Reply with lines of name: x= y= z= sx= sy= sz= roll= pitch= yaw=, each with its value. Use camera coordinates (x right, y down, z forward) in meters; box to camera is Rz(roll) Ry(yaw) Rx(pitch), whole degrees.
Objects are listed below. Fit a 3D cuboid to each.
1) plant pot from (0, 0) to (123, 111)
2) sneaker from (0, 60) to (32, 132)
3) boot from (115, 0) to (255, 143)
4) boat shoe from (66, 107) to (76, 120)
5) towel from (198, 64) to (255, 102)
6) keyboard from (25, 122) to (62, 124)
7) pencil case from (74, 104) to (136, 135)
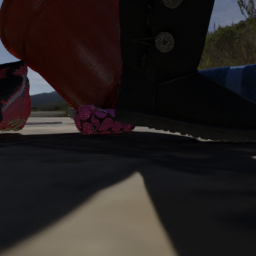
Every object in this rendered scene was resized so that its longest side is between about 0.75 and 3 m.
plant pot: x=-0.763 y=-1.575 z=5.926 sx=2.741 sy=2.665 sz=2.741 roll=-37 pitch=-16 yaw=-12
sneaker: x=-2.050 y=-0.354 z=4.845 sx=0.982 sy=1.155 sz=2.664 roll=-12 pitch=28 yaw=-4
boot: x=0.866 y=-1.160 z=3.245 sx=2.038 sy=2.473 sz=0.812 roll=7 pitch=19 yaw=6
boat shoe: x=-1.887 y=-0.545 z=12.317 sx=1.978 sy=0.705 sz=0.596 roll=7 pitch=-5 yaw=-43
towel: x=1.886 y=-0.528 z=5.179 sx=2.213 sy=1.235 sz=0.537 roll=2 pitch=3 yaw=39
keyboard: x=-3.314 y=-0.191 z=10.657 sx=0.465 sy=0.088 sz=1.652 roll=2 pitch=3 yaw=43
pencil case: x=-0.316 y=-0.163 z=4.905 sx=1.198 sy=0.561 sz=0.544 roll=-6 pitch=44 yaw=-51
